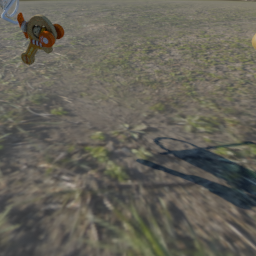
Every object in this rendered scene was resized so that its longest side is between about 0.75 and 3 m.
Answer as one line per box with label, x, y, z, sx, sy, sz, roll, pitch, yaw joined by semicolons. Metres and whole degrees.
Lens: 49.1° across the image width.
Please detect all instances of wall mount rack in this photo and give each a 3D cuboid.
wall mount rack;-2.646;-3.681;6.976;0.772;2.072;1.800;23;68;1

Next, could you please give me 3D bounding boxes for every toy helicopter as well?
toy helicopter;-2.116;-1.945;6.237;0.922;1.394;0.550;39;44;-13

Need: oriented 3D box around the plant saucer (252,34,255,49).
plant saucer;3.733;-2.329;7.038;1.144;0.203;1.144;-14;50;18
